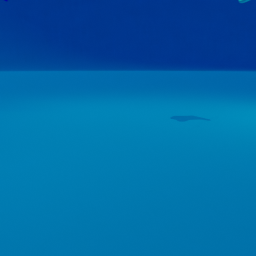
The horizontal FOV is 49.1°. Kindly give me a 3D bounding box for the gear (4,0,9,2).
[{"bbox_3d":[-3.162,-4.116,7.451,0.255,1.381,1.381,21,7,-15],"label":"gear"}]

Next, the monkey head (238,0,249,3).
[{"bbox_3d":[3.761,-3.942,7.639,0.874,1.044,1.451,1,-33,-22],"label":"monkey head"}]
